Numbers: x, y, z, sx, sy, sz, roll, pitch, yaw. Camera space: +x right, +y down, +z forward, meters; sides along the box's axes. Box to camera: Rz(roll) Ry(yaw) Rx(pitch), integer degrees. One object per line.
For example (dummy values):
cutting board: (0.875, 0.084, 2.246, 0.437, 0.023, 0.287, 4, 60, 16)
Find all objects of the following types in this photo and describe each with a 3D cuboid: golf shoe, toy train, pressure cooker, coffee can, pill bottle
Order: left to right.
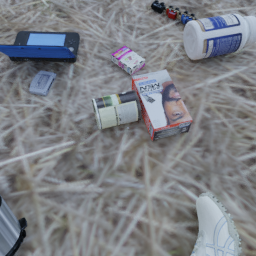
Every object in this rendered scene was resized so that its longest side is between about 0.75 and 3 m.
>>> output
pressure cooker: (-3.117, 2.333, 6.104, 1.383, 1.572, 1.404, -7, 31, 20)
coffee can: (-0.341, -0.547, 8.385, 1.293, 0.946, 0.946, -13, 57, -9)
toy train: (1.882, -4.799, 11.677, 2.140, 0.365, 0.490, 30, 64, 19)
golf shoe: (1.755, 2.748, 6.048, 1.333, 1.074, 2.743, -8, 56, -4)
pill bottle: (3.348, -3.317, 10.053, 2.428, 1.347, 1.347, -12, 56, -8)

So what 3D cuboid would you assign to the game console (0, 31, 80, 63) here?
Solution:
game console: (-3.071, -3.081, 9.819, 2.437, 1.442, 2.080, 2, 60, 0)

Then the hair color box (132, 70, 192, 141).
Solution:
hair color box: (0.982, -0.766, 8.698, 1.203, 0.694, 2.170, -14, 57, -10)

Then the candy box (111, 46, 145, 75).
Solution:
candy box: (-0.002, -2.439, 10.071, 0.721, 0.323, 1.058, -39, 64, -23)

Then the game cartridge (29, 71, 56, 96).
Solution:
game cartridge: (-2.926, -1.534, 9.542, 0.662, 0.203, 0.995, 13, 56, 4)
